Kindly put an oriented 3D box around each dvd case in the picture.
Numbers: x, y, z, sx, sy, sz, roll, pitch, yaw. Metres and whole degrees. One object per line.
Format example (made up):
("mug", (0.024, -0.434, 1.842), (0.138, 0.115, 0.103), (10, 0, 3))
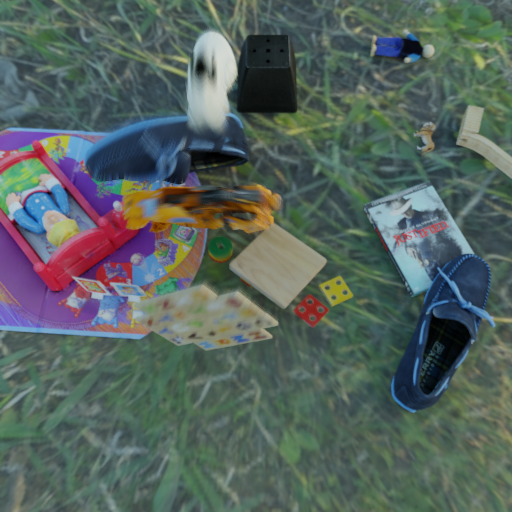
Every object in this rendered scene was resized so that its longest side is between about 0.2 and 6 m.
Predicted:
("dvd case", (3.186, -0.365, 10.848), (1.492, 0.225, 2.044), (-19, 67, -9))

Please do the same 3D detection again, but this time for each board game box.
("board game box", (-3.773, -0.841, 10.580), (5.646, 1.099, 4.461), (4, 66, 1))

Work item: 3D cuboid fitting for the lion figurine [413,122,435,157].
("lion figurine", (3.600, -2.449, 11.813), (0.460, 0.272, 0.752), (-5, 79, -11))

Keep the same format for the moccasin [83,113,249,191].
("moccasin", (-1.519, -1.916, 10.541), (3.249, 1.307, 1.108), (-20, 78, -23))

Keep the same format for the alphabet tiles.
("alphabet tiles", (-0.832, 1.056, 9.015), (2.156, 1.794, 0.068), (-16, 49, 33))

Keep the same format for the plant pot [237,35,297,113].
("plant pot", (0.238, -3.944, 11.962), (1.329, 1.182, 1.332), (0, 66, 1))

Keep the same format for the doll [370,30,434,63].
("doll", (3.355, -4.769, 12.795), (1.404, 0.340, 0.958), (8, 65, 4))

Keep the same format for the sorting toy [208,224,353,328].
("sorting toy", (0.461, 0.284, 10.297), (2.659, 0.450, 1.282), (35, 62, 19))

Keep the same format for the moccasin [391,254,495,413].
("moccasin", (3.406, 1.279, 9.579), (1.243, 1.054, 3.090), (26, 70, 3))

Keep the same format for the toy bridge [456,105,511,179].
("toy bridge", (6.124, -1.893, 11.366), (4.056, 0.552, 1.363), (18, 69, 8))

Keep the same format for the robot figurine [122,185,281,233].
("robot figurine", (-0.872, -0.822, 10.044), (2.687, 1.948, 0.782), (0, 89, 15))

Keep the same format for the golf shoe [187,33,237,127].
("golf shoe", (-0.791, -3.325, 9.781), (0.854, 1.060, 2.181), (-2, 60, 1))
